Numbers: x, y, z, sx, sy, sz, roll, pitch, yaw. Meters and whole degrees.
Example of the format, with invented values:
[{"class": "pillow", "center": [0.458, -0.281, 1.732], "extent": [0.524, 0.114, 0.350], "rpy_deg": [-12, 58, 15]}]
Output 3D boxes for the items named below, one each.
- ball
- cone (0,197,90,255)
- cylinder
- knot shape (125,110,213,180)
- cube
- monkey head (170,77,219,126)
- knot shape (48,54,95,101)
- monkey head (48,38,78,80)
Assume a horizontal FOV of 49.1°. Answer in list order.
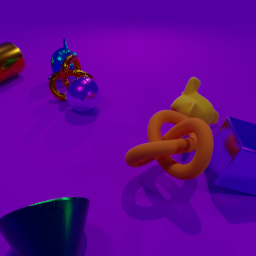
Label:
[{"class": "ball", "center": [-1.293, -0.977, 8.169], "extent": [1.026, 1.026, 1.026], "rpy_deg": [0, 36, 0]}, {"class": "cone", "center": [-1.145, 2.053, 4.308], "extent": [1.506, 1.506, 1.511], "rpy_deg": [-12, 64, -15]}, {"class": "cylinder", "center": [-4.424, -2.255, 9.713], "extent": [1.170, 1.170, 1.170], "rpy_deg": [16, 36, 20]}, {"class": "knot shape", "center": [0.947, 0.333, 5.567], "extent": [1.847, 0.853, 1.728], "rpy_deg": [-37, 28, -23]}, {"class": "cube", "center": [2.403, 0.580, 5.805], "extent": [1.060, 1.060, 1.060], "rpy_deg": [15, 36, -9]}, {"class": "monkey head", "center": [1.796, -0.600, 7.284], "extent": [1.061, 1.267, 1.761], "rpy_deg": [31, 14, 37]}, {"class": "knot shape", "center": [-1.769, -1.628, 8.767], "extent": [1.445, 1.352, 0.668], "rpy_deg": [-18, 41, -24]}, {"class": "monkey head", "center": [-2.161, -2.230, 9.652], "extent": [0.930, 1.543, 1.110], "rpy_deg": [18, 12, -34]}]
